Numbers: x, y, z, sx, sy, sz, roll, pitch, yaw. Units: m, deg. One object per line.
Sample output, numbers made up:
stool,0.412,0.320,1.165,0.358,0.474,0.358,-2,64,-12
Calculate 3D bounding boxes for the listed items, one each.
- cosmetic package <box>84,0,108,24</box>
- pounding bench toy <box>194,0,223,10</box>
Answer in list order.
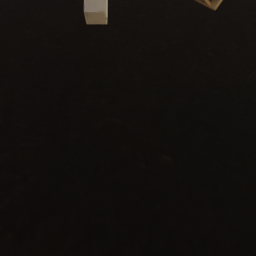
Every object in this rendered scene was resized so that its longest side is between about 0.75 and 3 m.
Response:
cosmetic package,-0.939,-3.991,8.258,0.677,0.859,1.596,1,85,-3
pounding bench toy,1.023,-2.507,4.355,0.834,0.664,1.069,15,27,-50
